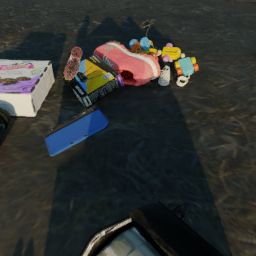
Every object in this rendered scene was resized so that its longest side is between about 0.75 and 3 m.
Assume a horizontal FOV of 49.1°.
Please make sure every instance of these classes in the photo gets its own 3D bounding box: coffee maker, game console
[{"bbox_3d":[0.961,2.227,3.489,2.519,1.766,2.622,-29,46,-34],"label":"coffee maker"},{"bbox_3d":[-1.160,0.187,6.644,1.453,1.240,0.860,-29,68,-8],"label":"game console"}]

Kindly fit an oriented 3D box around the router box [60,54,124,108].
[{"bbox_3d":[-1.248,-1.637,9.388,1.467,0.502,1.966,-33,45,-11],"label":"router box"}]

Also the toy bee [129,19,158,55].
[{"bbox_3d":[0.718,-3.204,11.455,2.189,1.190,1.433,-49,40,-9],"label":"toy bee"}]

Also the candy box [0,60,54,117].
[{"bbox_3d":[-3.676,-1.366,9.063,1.973,0.841,2.352,1,37,2],"label":"candy box"}]

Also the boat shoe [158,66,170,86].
[{"bbox_3d":[1.360,-1.963,10.179,0.414,0.478,1.120,10,38,13],"label":"boat shoe"}]

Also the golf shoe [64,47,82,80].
[{"bbox_3d":[-1.825,-2.091,9.359,0.431,0.546,1.186,20,72,-13],"label":"golf shoe"}]

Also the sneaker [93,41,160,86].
[{"bbox_3d":[-0.360,-2.294,10.130,2.992,1.103,1.298,24,50,32],"label":"sneaker"}]

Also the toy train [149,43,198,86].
[{"bbox_3d":[1.545,-2.314,10.637,2.179,0.606,1.637,35,74,24],"label":"toy train"}]

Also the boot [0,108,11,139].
[{"bbox_3d":[-4.316,0.140,6.991,2.393,0.900,1.789,-1,37,-1],"label":"boot"}]
